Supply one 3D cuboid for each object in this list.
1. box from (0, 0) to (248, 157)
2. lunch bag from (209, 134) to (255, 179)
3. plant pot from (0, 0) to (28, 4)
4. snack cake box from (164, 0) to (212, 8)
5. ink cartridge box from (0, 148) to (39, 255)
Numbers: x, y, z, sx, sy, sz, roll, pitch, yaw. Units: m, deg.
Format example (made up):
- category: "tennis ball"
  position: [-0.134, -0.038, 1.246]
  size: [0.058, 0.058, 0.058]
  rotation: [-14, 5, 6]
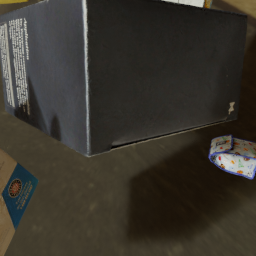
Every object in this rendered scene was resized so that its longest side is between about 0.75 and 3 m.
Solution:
- category: "box"
  position: [-0.191, -0.985, 4.599]
  size: [2.886, 1.723, 2.935]
  rotation: [-12, 20, -38]
- category: "lunch bag"
  position: [1.907, 0.464, 5.107]
  size: [0.815, 0.505, 0.693]
  rotation: [14, 28, 15]
- category: "plant pot"
  position: [-2.736, -3.272, 5.498]
  size: [1.445, 1.638, 1.638]
  rotation: [8, 16, -11]
- category: "snack cake box"
  position: [1.305, -3.099, 6.446]
  size: [1.191, 0.696, 2.072]
  rotation: [11, 77, 25]
- category: "ink cartridge box"
  position: [-2.640, 0.654, 3.490]
  size: [0.963, 2.862, 1.663]
  rotation: [-6, 48, 28]
